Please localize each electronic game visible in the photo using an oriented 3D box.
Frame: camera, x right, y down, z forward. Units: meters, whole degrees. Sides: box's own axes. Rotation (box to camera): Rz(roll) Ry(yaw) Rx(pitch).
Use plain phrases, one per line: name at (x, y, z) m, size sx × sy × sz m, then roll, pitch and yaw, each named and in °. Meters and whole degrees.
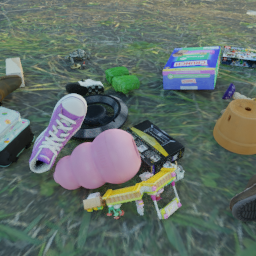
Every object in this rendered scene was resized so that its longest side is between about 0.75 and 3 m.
electronic game at (-1.284, -0.474, 10.601) m, size 2.597 × 0.540 × 2.597 m, roll -4°, pitch 41°, yaw 4°

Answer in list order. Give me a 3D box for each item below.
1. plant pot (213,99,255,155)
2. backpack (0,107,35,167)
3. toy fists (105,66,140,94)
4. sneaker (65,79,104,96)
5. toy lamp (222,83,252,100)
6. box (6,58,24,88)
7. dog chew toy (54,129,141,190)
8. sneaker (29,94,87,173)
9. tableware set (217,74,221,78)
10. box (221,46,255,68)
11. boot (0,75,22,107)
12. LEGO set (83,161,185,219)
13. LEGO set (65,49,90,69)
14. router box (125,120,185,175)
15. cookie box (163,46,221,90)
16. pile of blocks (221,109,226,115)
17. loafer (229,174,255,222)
plant pot at (3.980, -0.152, 9.636) m, size 1.817 × 1.272 × 1.817 m, roll 0°, pitch 39°, yaw 0°
backpack at (-4.332, 0.180, 9.103) m, size 1.924 × 1.475 × 1.691 m, roll 10°, pitch 45°, yaw 21°
toy fists at (-0.356, -2.187, 12.695) m, size 1.043 × 0.704 × 2.046 m, roll -10°, pitch 37°, yaw -24°
sneaker at (-1.916, -1.816, 12.313) m, size 1.657 × 0.614 × 0.733 m, roll 0°, pitch 37°, yaw -15°
toy lamp at (4.939, -0.798, 10.563) m, size 2.673 × 0.778 × 0.778 m, roll 32°, pitch 46°, yaw 13°
box at (-5.298, -2.590, 13.112) m, size 0.649 × 0.792 × 1.668 m, roll -12°, pitch 41°, yaw -16°
dog chew toy at (-0.930, 1.006, 7.971) m, size 2.483 × 1.546 × 1.546 m, roll -20°, pitch 39°, yaw 5°
sneaker at (-2.000, 0.291, 7.989) m, size 0.925 × 2.552 × 1.455 m, roll 28°, pitch 26°, yaw -18°
tableware set at (3.855, -2.622, 13.580) m, size 1.182 × 0.237 × 0.781 m, roll -12°, pitch 40°, yaw -15°
box at (6.201, -3.775, 14.879) m, size 2.292 × 0.432 × 1.565 m, roll 11°, pitch 40°, yaw 13°
boot at (-5.217, -1.087, 11.223) m, size 1.374 × 1.059 × 2.834 m, roll 39°, pitch 57°, yaw 21°
LEGO set at (0.371, 1.933, 7.522) m, size 2.939 × 1.094 × 1.352 m, roll -21°, pitch 8°, yaw -18°
LEGO set at (-2.621, -3.778, 14.778) m, size 1.293 × 0.564 × 1.991 m, roll -15°, pitch 41°, yaw -19°
router box at (0.691, 0.593, 9.309) m, size 1.477 × 0.491 × 1.879 m, roll -25°, pitch 45°, yaw -29°
cookie box at (2.997, -2.800, 12.929) m, size 2.267 × 0.996 × 2.650 m, roll 3°, pitch 37°, yaw 21°
pile of blocks at (4.458, -0.660, 10.907) m, size 1.551 × 0.482 × 0.637 m, roll 7°, pitch 39°, yaw 8°
loafer at (3.597, 1.776, 7.672) m, size 2.381 × 0.869 × 0.845 m, roll -14°, pitch 30°, yaw -25°
